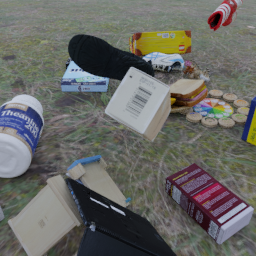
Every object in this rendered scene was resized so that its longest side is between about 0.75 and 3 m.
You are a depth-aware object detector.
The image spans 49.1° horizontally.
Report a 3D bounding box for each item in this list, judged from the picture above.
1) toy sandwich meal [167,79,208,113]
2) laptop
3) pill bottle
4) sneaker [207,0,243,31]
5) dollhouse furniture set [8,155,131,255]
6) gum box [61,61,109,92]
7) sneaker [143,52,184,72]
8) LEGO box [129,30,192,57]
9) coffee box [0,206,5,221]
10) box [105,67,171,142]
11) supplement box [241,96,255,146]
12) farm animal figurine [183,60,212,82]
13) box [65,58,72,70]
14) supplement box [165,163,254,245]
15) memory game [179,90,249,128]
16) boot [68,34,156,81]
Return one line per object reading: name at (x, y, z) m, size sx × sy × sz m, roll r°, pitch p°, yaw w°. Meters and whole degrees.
toy sandwich meal at (1.814, -1.400, 10.912) m, size 2.404 × 0.823 × 2.404 m, roll -7°, pitch 33°, yaw 5°
laptop at (-0.245, 2.404, 4.899) m, size 1.366 × 2.345 × 2.646 m, roll -54°, pitch 27°, yaw -1°
pill bottle at (-3.371, 0.086, 8.401) m, size 1.462 × 1.462 × 2.635 m, roll -1°, pitch 35°, yaw -2°
sneaker at (3.162, -3.831, 9.734) m, size 1.131 × 1.958 × 0.767 m, roll -40°, pitch 80°, yaw 6°
dollhouse furniture set at (-0.961, 2.042, 6.386) m, size 2.210 × 1.527 × 2.340 m, roll 51°, pitch 22°, yaw 14°
gum box at (-1.861, -2.421, 12.946) m, size 1.972 × 0.517 × 2.321 m, roll 1°, pitch 34°, yaw 1°
sneaker at (1.653, -3.150, 13.670) m, size 2.410 × 0.866 × 0.873 m, roll -6°, pitch 59°, yaw -17°
LEGO box at (1.599, -4.340, 14.620) m, size 2.853 × 1.101 × 2.124 m, roll -5°, pitch 12°, yaw -7°
coffee box at (-3.791, 2.102, 6.181) m, size 0.948 × 0.661 × 1.658 m, roll 22°, pitch 40°, yaw 29°
box at (0.343, -0.398, 6.363) m, size 0.896 × 1.094 × 2.305 m, roll 30°, pitch 0°, yaw 11°
supplement box at (5.234, 0.012, 8.450) m, size 1.556 × 1.547 × 2.842 m, roll -29°, pitch 44°, yaw -35°
farm animal figurine at (3.164, -2.550, 13.049) m, size 1.383 × 0.729 × 1.399 m, roll 24°, pitch 32°, yaw 12°
box at (-2.764, -3.266, 14.322) m, size 0.683 × 0.359 × 0.834 m, roll 0°, pitch 34°, yaw 1°
supplement box at (1.884, 1.735, 6.795) m, size 1.024 × 0.573 × 1.882 m, roll -21°, pitch 40°, yaw -26°
memory game at (3.340, -0.843, 10.927) m, size 2.908 × 0.185 × 2.908 m, roll 0°, pitch 34°, yaw 0°
boot at (-0.375, -1.844, 7.618) m, size 2.379 × 0.880 × 1.950 m, roll 19°, pitch 17°, yaw -10°
